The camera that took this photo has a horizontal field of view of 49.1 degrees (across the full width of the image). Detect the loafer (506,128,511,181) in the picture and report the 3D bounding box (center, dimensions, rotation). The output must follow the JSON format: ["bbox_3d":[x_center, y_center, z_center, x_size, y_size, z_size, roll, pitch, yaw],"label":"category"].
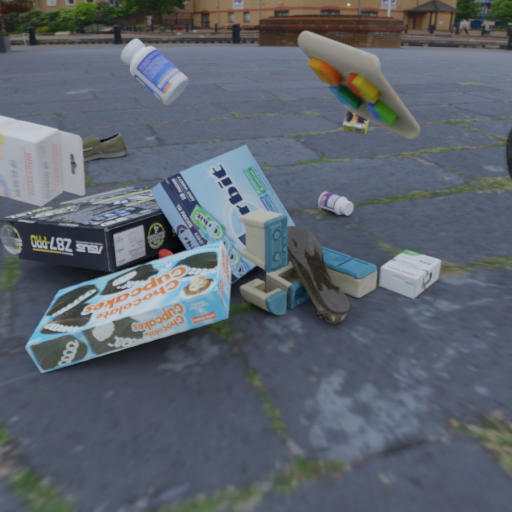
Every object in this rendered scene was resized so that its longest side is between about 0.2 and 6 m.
[{"bbox_3d":[4.482,-2.006,9.161,0.674,1.852,0.669,4,15,22],"label":"loafer"}]

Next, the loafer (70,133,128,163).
[{"bbox_3d":[-4.911,-3.259,16.620,2.119,0.738,0.797,-13,29,-24],"label":"loafer"}]

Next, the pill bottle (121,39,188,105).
[{"bbox_3d":[-1.809,-3.264,9.871,1.120,0.627,0.627,43,31,-4],"label":"pill bottle"}]

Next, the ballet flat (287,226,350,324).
[{"bbox_3d":[0.909,0.290,9.074,0.680,0.468,2.019,-6,48,-24],"label":"ballet flat"}]

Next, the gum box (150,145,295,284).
[{"bbox_3d":[-0.461,-0.761,10.186,0.538,2.052,2.416,-29,5,40],"label":"gum box"}]

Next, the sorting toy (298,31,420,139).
[{"bbox_3d":[1.748,-2.880,9.714,1.919,0.378,2.073,40,3,40],"label":"sorting toy"}]

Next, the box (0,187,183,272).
[{"bbox_3d":[-2.537,-0.637,10.444,2.700,0.822,3.349,8,20,28],"label":"box"}]

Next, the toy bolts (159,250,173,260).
[{"bbox_3d":[-1.223,0.559,9.124,1.160,0.804,1.108,33,80,29],"label":"toy bolts"}]

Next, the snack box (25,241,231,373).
[{"bbox_3d":[-1.703,0.666,7.955,2.710,0.503,1.574,-17,25,6],"label":"snack box"}]

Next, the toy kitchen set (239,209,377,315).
[{"bbox_3d":[0.889,-0.045,8.955,1.230,1.673,2.089,22,34,40],"label":"toy kitchen set"}]

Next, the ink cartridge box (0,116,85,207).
[{"bbox_3d":[-2.837,-1.140,6.706,1.454,0.837,0.493,14,33,11],"label":"ink cartridge box"}]

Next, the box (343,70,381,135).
[{"bbox_3d":[2.358,-3.453,12.448,0.536,1.424,0.357,13,-9,13],"label":"box"}]

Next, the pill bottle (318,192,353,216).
[{"bbox_3d":[1.815,-1.167,12.691,0.421,0.421,0.756,-21,33,-36],"label":"pill bottle"}]

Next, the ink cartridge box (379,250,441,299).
[{"bbox_3d":[2.658,0.300,9.707,0.688,0.396,0.943,21,33,37],"label":"ink cartridge box"}]
